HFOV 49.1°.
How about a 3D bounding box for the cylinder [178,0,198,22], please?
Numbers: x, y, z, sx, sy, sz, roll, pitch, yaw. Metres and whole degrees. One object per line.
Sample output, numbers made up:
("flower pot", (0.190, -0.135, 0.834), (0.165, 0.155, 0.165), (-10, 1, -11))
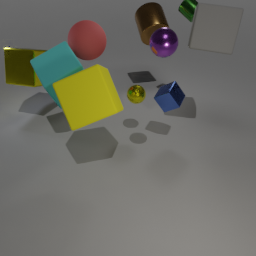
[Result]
("cylinder", (2.455, -4.635, 10.931), (0.700, 0.700, 0.700), (48, 48, 10))

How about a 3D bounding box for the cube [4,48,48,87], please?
("cube", (-3.960, -2.482, 11.377), (1.400, 1.400, 1.400), (9, 16, 17))

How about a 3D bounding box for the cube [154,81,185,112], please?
("cube", (1.464, -1.092, 9.826), (0.700, 0.700, 0.700), (-17, 31, 44))

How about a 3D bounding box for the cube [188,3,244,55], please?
("cube", (2.870, -3.319, 9.443), (1.400, 1.400, 1.400), (11, 19, 7))

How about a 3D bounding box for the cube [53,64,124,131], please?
("cube", (-1.092, -0.884, 8.166), (1.400, 1.400, 1.400), (-21, 4, 8))

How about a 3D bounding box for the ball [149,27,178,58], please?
("ball", (0.871, -2.070, 6.804), (0.700, 0.700, 0.700), (0, 32, 0))

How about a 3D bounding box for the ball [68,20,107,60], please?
("ball", (-1.484, -3.181, 10.199), (1.400, 1.400, 1.400), (0, 32, 0))

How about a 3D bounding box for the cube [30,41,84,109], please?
("cube", (-2.260, -1.820, 9.743), (1.400, 1.400, 1.400), (-32, 61, -5))

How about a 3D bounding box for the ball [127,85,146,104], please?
("ball", (0.305, -1.229, 10.219), (0.700, 0.700, 0.700), (0, 32, 0))

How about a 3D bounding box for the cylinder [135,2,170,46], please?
("cylinder", (1.133, -4.872, 13.171), (1.400, 1.400, 1.400), (-8, 65, -12))
